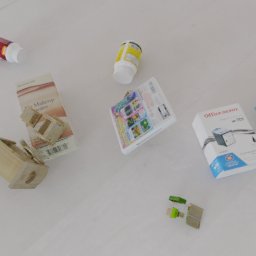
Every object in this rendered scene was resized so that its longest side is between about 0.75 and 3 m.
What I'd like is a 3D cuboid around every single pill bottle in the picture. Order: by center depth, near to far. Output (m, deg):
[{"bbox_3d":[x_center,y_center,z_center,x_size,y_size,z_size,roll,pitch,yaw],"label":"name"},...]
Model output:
[{"bbox_3d":[-0.029,-2.494,10.653,0.872,0.872,1.525,12,63,6],"label":"pill bottle"},{"bbox_3d":[-4.739,-3.052,10.993,1.394,0.787,0.787,22,64,12],"label":"pill bottle"}]

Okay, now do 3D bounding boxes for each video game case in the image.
[{"bbox_3d":[0.343,-0.401,7.994,1.717,0.223,1.887,-35,44,16],"label":"video game case"}]

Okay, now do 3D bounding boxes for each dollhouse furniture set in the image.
[{"bbox_3d":[1.683,2.528,8.375,1.003,0.504,0.657,28,69,-18],"label":"dollhouse furniture set"},{"bbox_3d":[-3.448,0.191,8.655,2.602,1.447,2.301,33,86,16],"label":"dollhouse furniture set"}]

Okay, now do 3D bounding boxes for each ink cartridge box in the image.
[{"bbox_3d":[3.233,0.399,9.120,1.537,0.901,2.099,-14,64,-7],"label":"ink cartridge box"}]

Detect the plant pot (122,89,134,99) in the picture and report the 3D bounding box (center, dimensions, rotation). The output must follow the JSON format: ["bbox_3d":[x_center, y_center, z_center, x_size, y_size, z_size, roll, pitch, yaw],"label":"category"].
[{"bbox_3d":[0.404,-0.479,9.440,1.052,1.189,1.187,-2,60,-25],"label":"plant pot"}]

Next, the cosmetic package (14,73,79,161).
[{"bbox_3d":[-2.732,-0.383,9.386,1.353,1.142,2.618,-22,64,-11],"label":"cosmetic package"}]
